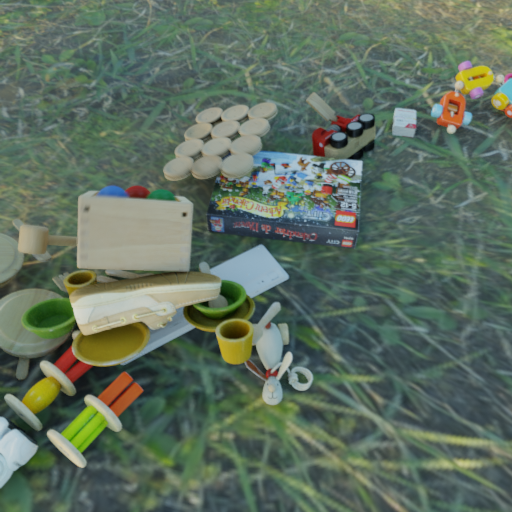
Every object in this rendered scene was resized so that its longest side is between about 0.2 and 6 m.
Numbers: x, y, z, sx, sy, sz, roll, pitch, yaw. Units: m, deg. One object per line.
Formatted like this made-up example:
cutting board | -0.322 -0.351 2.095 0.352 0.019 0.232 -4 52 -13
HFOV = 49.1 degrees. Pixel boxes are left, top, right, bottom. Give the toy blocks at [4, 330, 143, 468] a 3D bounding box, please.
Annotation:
toy blocks | -2.619 2.023 9.028 1.772 0.772 2.127 28 55 22

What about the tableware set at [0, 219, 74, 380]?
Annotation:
tableware set | -4.502 0.723 10.181 2.064 0.626 3.123 -27 60 -38

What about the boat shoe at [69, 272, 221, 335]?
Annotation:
boat shoe | -1.729 0.790 9.091 2.397 0.829 0.884 -7 13 -6

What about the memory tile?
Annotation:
memory tile | -0.756 -2.558 12.441 2.105 0.231 2.747 0 45 22

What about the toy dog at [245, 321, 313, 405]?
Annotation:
toy dog | 0.259 1.629 9.364 0.987 0.721 1.497 -22 53 -11

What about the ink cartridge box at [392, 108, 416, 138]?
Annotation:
ink cartridge box | 3.616 -3.250 13.659 0.518 0.294 0.711 9 51 7

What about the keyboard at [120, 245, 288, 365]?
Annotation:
keyboard | -1.097 0.819 10.437 3.518 0.188 0.990 -26 50 -20

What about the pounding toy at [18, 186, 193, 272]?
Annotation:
pounding toy | -2.719 -0.631 10.047 2.910 1.331 2.556 3 9 -12

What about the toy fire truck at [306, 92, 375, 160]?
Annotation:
toy fire truck | 1.746 -2.969 13.054 1.489 1.088 1.691 -37 49 -26

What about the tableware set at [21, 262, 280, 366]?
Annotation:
tableware set | -1.727 0.895 9.198 3.890 0.597 2.620 11 32 22

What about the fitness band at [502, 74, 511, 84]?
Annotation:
fitness band | 6.901 -4.485 14.756 0.680 0.177 0.947 1 52 0

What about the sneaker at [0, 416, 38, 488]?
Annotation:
sneaker | -4.951 2.540 8.415 3.281 1.233 1.330 23 63 19

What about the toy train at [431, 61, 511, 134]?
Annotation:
toy train | 5.567 -3.659 13.800 2.638 0.734 1.982 10 77 -5

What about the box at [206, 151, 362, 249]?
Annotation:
box | 0.657 -1.281 11.860 3.059 0.576 2.089 7 51 5
